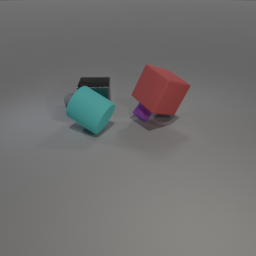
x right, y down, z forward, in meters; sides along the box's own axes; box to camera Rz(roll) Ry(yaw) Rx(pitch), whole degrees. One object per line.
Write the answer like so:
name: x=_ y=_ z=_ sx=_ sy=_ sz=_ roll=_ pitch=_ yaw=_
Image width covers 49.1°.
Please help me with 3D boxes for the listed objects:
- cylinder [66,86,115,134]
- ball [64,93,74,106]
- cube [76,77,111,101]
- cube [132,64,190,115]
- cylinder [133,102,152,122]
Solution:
cylinder: x=-1.449 y=-0.702 z=10.962 sx=1.400 sy=1.400 sz=1.400 roll=32 pitch=36 yaw=8
ball: x=-2.675 y=-1.317 z=13.256 sx=0.700 sy=0.700 sz=0.700 roll=0 pitch=28 yaw=0
cube: x=-1.511 y=-1.443 z=12.780 sx=1.400 sy=1.400 sz=1.400 roll=-1 pitch=28 yaw=-1
cube: x=1.279 y=-1.479 z=11.010 sx=1.400 sy=1.400 sz=1.400 roll=2 pitch=34 yaw=-44
cylinder: x=0.678 y=-0.748 z=11.887 sx=0.700 sy=0.700 sz=0.700 roll=29 pitch=81 yaw=42
